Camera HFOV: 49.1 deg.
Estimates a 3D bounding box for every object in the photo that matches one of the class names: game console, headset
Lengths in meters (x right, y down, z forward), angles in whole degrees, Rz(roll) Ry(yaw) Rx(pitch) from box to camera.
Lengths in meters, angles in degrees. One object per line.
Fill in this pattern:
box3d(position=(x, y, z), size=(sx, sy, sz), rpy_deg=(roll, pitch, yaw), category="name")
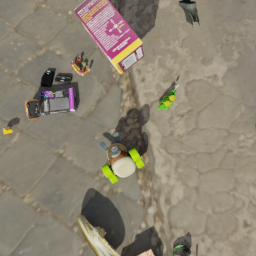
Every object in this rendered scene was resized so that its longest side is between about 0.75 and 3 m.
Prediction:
box3d(position=(-3.033, -2.045, 11.850), size=(1.271, 0.153, 0.750), rpy_deg=(5, 67, 4), category="game console")
box3d(position=(1.869, 4.160, 9.084), size=(0.866, 0.407, 0.535), rpy_deg=(22, 64, 26), category="headset")

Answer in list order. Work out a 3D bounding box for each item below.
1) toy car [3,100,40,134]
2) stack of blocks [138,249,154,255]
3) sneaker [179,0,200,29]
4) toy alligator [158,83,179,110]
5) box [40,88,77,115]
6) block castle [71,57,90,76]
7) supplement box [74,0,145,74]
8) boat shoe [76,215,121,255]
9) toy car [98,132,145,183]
box3d(position=(-4.220, -0.531, 10.879), size=(1.681, 0.824, 0.559), rpy_deg=(-31, 38, -20), category="toy car")
box3d(position=(0.309, 4.478, 8.842), size=(1.293, 0.379, 0.745), rpy_deg=(-24, 68, -9), category="stack of blocks")
box3d(position=(2.135, -4.004, 9.751), size=(0.438, 0.760, 1.457), rpy_deg=(-16, 31, 1), category="sneaker")
box3d(position=(1.741, -1.180, 11.353), size=(0.408, 0.446, 1.504), rpy_deg=(49, 68, -25), category="toy alligator")
box3d(position=(-2.833, -1.082, 11.369), size=(1.420, 0.256, 1.015), rpy_deg=(-7, 66, -4), category="box")
box3d(position=(-2.035, -2.659, 11.999), size=(0.521, 0.366, 0.780), rpy_deg=(-40, 72, -16), category="block castle")
box3d(position=(-0.595, -3.366, 10.071), size=(1.245, 1.580, 2.413), rpy_deg=(-38, 87, 5), category="supplement box")
box3d(position=(-0.980, 3.600, 9.125), size=(0.637, 0.711, 1.920), rpy_deg=(-31, 72, -25), category="boat shoe")
box3d(position=(-0.405, 0.899, 10.054), size=(1.327, 1.275, 1.616), rpy_deg=(-30, 58, -2), category="toy car")
